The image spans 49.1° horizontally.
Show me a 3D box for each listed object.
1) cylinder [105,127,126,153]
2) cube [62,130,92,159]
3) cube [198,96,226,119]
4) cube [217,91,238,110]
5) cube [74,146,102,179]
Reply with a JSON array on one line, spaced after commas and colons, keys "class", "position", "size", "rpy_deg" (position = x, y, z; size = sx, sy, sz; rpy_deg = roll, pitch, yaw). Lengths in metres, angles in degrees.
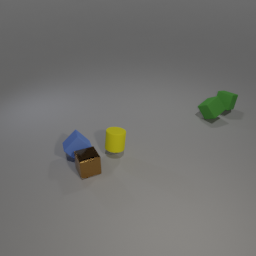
[{"class": "cylinder", "position": [-0.441, 0.404, 9.775], "size": [0.700, 0.700, 0.700], "rpy_deg": [5, 22, -2]}, {"class": "cube", "position": [-1.764, 0.616, 9.736], "size": [0.700, 0.700, 0.700], "rpy_deg": [-46, 27, 3]}, {"class": "cube", "position": [3.583, -0.862, 12.032], "size": [0.700, 0.700, 0.700], "rpy_deg": [-37, 11, -18]}, {"class": "cube", "position": [4.386, -1.244, 12.548], "size": [0.700, 0.700, 0.700], "rpy_deg": [25, 23, 34]}, {"class": "cube", "position": [-1.332, 1.137, 9.249], "size": [0.700, 0.700, 0.700], "rpy_deg": [-14, 33, -22]}]
